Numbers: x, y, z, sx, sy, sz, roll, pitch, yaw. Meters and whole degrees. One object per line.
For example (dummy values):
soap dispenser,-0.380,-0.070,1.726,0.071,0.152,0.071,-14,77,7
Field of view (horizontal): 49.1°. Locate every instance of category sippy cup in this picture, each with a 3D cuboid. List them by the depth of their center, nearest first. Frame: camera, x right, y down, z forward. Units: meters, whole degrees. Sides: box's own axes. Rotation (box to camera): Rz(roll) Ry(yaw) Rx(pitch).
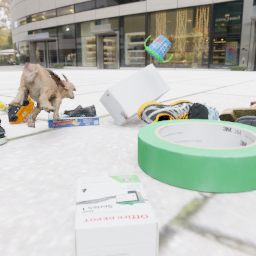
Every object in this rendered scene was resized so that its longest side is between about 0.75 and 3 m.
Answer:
sippy cup,0.974,-2.472,8.635,0.854,0.626,0.671,31,13,-41

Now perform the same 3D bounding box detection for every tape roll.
tape roll,1.629,0.430,6.006,2.871,0.690,2.871,0,15,0

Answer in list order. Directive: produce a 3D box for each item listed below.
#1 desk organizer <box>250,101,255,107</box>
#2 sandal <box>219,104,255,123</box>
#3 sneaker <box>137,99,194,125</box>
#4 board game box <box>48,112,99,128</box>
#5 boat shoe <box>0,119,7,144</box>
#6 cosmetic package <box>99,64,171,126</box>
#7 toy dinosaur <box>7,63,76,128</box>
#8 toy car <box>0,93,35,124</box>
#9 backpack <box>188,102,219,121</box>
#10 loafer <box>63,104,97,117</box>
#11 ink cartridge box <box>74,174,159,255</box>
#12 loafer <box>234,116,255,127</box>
desk organizer,5.620,-0.840,11.260,1.565,0.561,0.603,-9,15,-32
sandal,3.804,-0.476,7.894,0.917,1.022,2.787,-48,19,-13
sneaker,1.441,-0.347,9.039,2.280,0.892,0.881,-5,37,-23
board game box,-1.901,-0.317,9.711,1.675,0.289,1.134,-4,15,-14
boat shoe,-4.220,-0.140,7.934,0.929,0.824,2.486,-12,19,-40
cosmetic package,0.285,-1.181,9.721,2.386,1.213,0.883,-35,-4,-36
toy dinosaur,-2.386,-1.188,7.774,1.206,1.905,2.810,-1,-21,3
toy car,-4.035,-0.917,10.401,0.893,1.317,2.684,30,-1,-41
backpack,2.217,-0.258,8.333,0.976,1.036,1.270,12,10,11
loafer,-1.615,-0.605,9.415,1.111,0.402,0.404,-2,16,-3
ink cartridge box,-0.200,1.115,3.598,0.935,0.540,1.280,-2,14,-9
loafer,3.857,0.181,6.415,0.925,1.055,2.937,-4,11,-30
